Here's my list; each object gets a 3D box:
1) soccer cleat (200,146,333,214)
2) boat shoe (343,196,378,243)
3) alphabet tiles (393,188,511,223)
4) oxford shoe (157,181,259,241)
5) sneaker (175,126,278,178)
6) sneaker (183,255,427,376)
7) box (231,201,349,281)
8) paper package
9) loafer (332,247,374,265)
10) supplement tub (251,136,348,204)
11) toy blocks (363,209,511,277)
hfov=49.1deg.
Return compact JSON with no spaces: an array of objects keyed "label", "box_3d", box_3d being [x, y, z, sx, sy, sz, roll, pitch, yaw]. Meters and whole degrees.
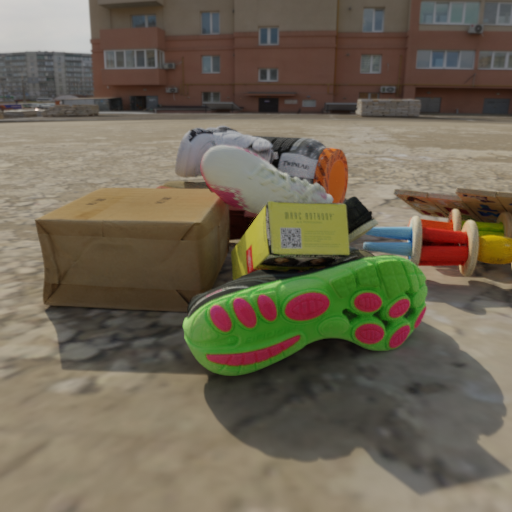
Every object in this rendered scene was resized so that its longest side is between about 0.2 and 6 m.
[{"label":"soccer cleat","box_3d":[0.465,-0.986,8.792,2.776,0.970,1.199,28,-23,-33]},{"label":"boat shoe","box_3d":[1.067,-0.253,8.529,0.668,0.572,1.826,-27,-11,-41]},{"label":"alphabet tiles","box_3d":[4.695,-0.746,10.291,3.923,0.148,3.279,11,-2,33]},{"label":"oxford shoe","box_3d":[-0.447,-1.012,10.915,3.258,1.148,1.218,16,57,21]},{"label":"sneaker","box_3d":[-0.527,-1.994,11.236,1.437,0.939,2.500,19,25,16]},{"label":"sneaker","box_3d":[0.647,0.510,6.592,3.151,1.209,1.320,-4,16,-22]},{"label":"box","box_3d":[0.319,-0.041,7.277,0.955,0.636,2.538,1,-12,-13]},{"label":"paper package","box_3d":[-1.753,-0.215,8.688,2.417,1.312,2.536,1,18,4]},{"label":"loafer","box_3d":[1.405,0.257,8.114,0.683,0.738,1.962,7,17,24]},{"label":"supplement tub","box_3d":[0.487,-1.841,13.025,2.999,1.838,1.838,9,19,29]},{"label":"toy blocks","box_3d":[3.051,-0.287,9.372,2.497,0.907,2.081,5,14,7]}]
